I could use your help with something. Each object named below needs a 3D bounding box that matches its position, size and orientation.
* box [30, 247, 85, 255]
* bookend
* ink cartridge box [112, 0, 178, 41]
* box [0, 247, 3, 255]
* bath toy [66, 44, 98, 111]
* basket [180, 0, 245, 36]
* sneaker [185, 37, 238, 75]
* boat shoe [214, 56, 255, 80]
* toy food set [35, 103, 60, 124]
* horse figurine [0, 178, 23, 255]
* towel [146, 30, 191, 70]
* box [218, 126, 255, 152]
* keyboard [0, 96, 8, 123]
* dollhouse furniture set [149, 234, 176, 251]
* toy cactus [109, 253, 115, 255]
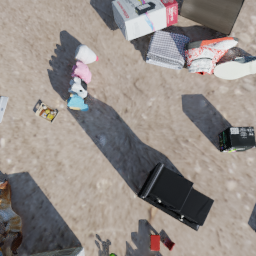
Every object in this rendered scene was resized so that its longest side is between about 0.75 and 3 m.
[{"bbox_3d":[-2.364,4.848,8.684,1.978,1.968,1.695,-9,76,-2],"label":"box"},{"bbox_3d":[1.668,2.322,9.053,2.480,2.465,1.142,29,77,6],"label":"bookend"},{"bbox_3d":[0.660,-4.659,11.288,2.221,0.920,1.619,-22,56,-6],"label":"ink cartridge box"},{"bbox_3d":[-5.198,4.965,9.185,2.593,0.538,1.543,-26,77,11],"label":"box"},{"bbox_3d":[-1.746,-1.979,10.885,0.944,1.111,2.554,16,71,-27],"label":"bath toy"},{"bbox_3d":[3.360,-4.804,11.288,2.198,1.495,1.982,23,43,11],"label":"basket"},{"bbox_3d":[3.378,-2.869,11.233,2.479,0.828,1.329,-14,104,-23],"label":"sneaker"},{"bbox_3d":[4.444,-2.475,11.272,2.080,0.757,0.642,-9,33,5],"label":"boat shoe"},{"bbox_3d":[-3.132,-0.581,10.898,0.785,0.237,0.563,27,78,6],"label":"toy food set"},{"bbox_3d":[-4.258,3.090,9.518,0.620,1.646,2.484,-36,83,22],"label":"horse figurine"},{"bbox_3d":[1.602,-3.184,11.303,1.604,0.686,1.328,15,76,4],"label":"towel"},{"bbox_3d":[3.922,0.433,10.147,0.899,1.211,0.752,-2,76,0],"label":"box"},{"bbox_3d":[-5.004,-0.740,11.043,0.299,0.057,1.063,11,77,-2],"label":"keyboard"},{"bbox_3d":[1.231,4.578,9.367,1.010,0.763,1.876,1,76,0],"label":"dollhouse furniture set"},{"bbox_3d":[-0.576,4.996,9.395,1.131,0.701,1.370,-18,85,5],"label":"toy cactus"}]
